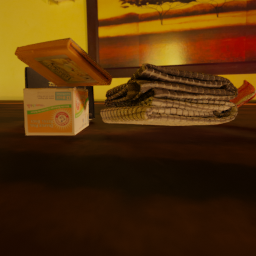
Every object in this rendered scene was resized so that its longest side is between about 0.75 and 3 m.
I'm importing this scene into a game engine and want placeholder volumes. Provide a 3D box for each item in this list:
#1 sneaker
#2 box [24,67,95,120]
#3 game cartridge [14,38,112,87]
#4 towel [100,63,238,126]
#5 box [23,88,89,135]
[{"bbox_3d":[2.822,-0.731,8.162,1.736,0.669,0.633,-35,-17,15],"label":"sneaker"},{"bbox_3d":[-2.125,-1.038,8.795,2.080,1.640,0.530,-2,-3,-24],"label":"box"},{"bbox_3d":[-1.421,-1.343,6.159,1.695,0.275,1.494,2,-20,33],"label":"game cartridge"},{"bbox_3d":[0.857,-0.621,6.385,2.536,1.085,2.100,2,-2,-27],"label":"towel"},{"bbox_3d":[-1.554,-0.426,6.467,1.065,0.960,1.893,0,7,1],"label":"box"}]
